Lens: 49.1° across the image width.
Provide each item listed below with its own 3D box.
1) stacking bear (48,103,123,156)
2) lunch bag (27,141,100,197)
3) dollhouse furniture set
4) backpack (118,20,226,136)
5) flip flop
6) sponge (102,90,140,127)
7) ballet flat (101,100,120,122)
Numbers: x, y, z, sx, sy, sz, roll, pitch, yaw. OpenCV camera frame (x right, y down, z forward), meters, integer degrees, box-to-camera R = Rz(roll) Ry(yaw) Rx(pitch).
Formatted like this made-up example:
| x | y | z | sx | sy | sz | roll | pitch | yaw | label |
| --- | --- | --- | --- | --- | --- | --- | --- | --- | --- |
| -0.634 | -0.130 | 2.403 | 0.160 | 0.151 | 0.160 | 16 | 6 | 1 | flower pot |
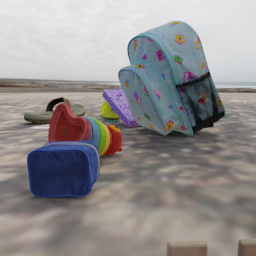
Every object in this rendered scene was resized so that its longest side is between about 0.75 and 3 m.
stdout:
| x | y | z | sx | sy | sz | roll | pitch | yaw | label |
| --- | --- | --- | --- | --- | --- | --- | --- | --- | --- |
| -0.609 | 0.167 | 4.850 | 0.827 | 0.775 | 1.363 | 35 | 12 | 35 | stacking bear |
| -0.786 | 0.480 | 3.441 | 0.863 | 0.586 | 0.571 | -1 | 8 | 7 | lunch bag |
| 0.797 | 0.815 | 0.865 | 1.363 | 0.710 | 1.378 | 0 | 9 | -2 | dollhouse furniture set |
| 0.990 | -1.305 | 7.586 | 2.175 | 2.838 | 2.495 | -19 | 16 | -16 | backpack |
| -2.569 | -0.704 | 10.237 | 1.167 | 0.829 | 2.879 | 5 | 10 | 29 | flip flop |
| -0.038 | -0.700 | 9.272 | 0.992 | 0.265 | 1.778 | -6 | 41 | -35 | sponge |
| -0.617 | -0.879 | 11.021 | 0.936 | 0.939 | 2.801 | -1 | 9 | -4 | ballet flat |
